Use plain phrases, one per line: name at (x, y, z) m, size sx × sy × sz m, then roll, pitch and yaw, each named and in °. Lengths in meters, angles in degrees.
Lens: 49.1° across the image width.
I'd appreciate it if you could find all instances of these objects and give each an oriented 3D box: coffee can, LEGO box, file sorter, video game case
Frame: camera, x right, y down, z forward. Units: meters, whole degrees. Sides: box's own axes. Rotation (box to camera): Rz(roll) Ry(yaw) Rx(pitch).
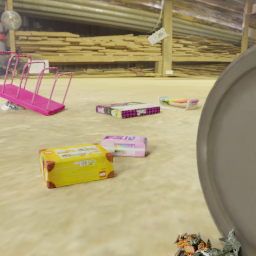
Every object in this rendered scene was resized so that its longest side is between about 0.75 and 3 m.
coffee can at (2.468, 0.236, 2.729) m, size 2.873 × 2.103 × 2.103 m, roll -5°, pitch 13°, yaw -24°
LEGO box at (-0.916, 0.618, 4.892) m, size 1.119 × 0.432 × 0.834 m, roll -6°, pitch 14°, yaw -24°
file sorter at (-3.936, -1.907, 11.462) m, size 2.733 × 1.714 × 1.899 m, roll 22°, pitch 15°, yaw 3°
video game case at (-0.009, -0.763, 11.309) m, size 1.974 × 0.353 × 1.789 m, roll -10°, pitch 16°, yaw -37°

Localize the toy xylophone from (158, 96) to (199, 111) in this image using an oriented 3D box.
toy xylophone at (2.130, -1.108, 12.565) m, size 1.951 × 0.490 × 1.429 m, roll 10°, pitch 16°, yaw 39°

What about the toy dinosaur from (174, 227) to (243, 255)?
toy dinosaur at (0.659, 1.238, 2.406) m, size 0.675 × 0.508 × 0.995 m, roll -13°, pitch 30°, yaw 8°

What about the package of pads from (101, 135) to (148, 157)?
package of pads at (-0.070, 0.382, 6.127) m, size 0.971 × 0.367 × 0.585 m, roll 2°, pitch 10°, yaw 8°

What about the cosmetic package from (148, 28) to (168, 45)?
cosmetic package at (0.932, -2.885, 8.848) m, size 0.406 × 0.287 × 0.784 m, roll -34°, pitch 11°, yaw 0°

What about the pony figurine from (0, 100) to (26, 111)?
pony figurine at (-4.967, -1.104, 12.176) m, size 1.025 × 0.884 × 1.062 m, roll 21°, pitch 8°, yaw 39°
